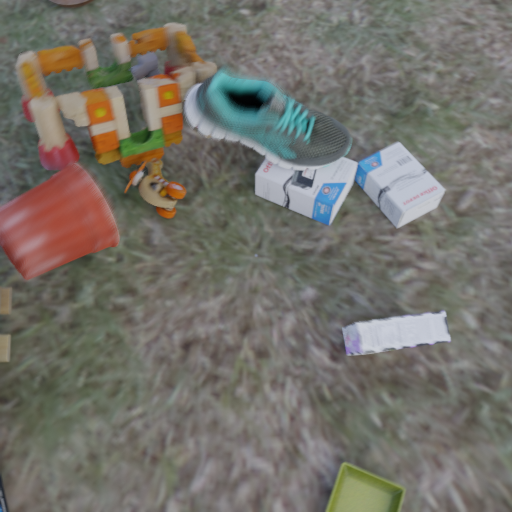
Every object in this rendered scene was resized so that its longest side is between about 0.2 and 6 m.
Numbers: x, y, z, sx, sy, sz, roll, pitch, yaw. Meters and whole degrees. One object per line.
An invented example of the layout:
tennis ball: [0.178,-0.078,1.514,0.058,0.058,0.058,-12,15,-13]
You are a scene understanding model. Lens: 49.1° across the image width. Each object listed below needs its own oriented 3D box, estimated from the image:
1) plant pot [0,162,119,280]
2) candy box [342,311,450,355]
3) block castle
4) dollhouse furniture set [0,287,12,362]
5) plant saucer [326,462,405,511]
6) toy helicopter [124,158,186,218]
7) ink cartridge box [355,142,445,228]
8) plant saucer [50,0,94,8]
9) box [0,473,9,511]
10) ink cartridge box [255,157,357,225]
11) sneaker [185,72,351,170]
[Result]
plant pot: [-2.924,-0.427,7.990,1.354,1.392,1.392,-32,64,-26]
candy box: [1.856,1.062,7.602,1.181,0.990,0.422,-8,80,-3]
block castle: [-2.230,-2.581,9.369,3.104,1.456,2.074,-19,50,-17]
dollhouse furniture set: [-4.215,1.332,7.010,1.445,1.906,2.175,0,84,0]
plant saucer: [1.310,3.108,6.885,0.828,0.199,0.829,20,61,12]
toy helicopter: [-1.718,-1.259,9.230,0.891,0.532,1.347,15,35,-27]
ink cartridge box: [2.346,-1.173,9.253,0.870,0.502,1.200,-27,63,-15]
plant saucer: [-3.954,-5.775,12.167,1.257,0.217,1.257,0,58,0]
box: [-4.538,2.360,6.023,3.283,2.610,0.755,-1,19,-1]
ink cartridge box: [0.807,-1.275,9.262,1.404,0.591,1.015,24,62,14]
sneaker: [0.265,-2.006,8.349,2.632,1.201,1.021,13,84,-12]
